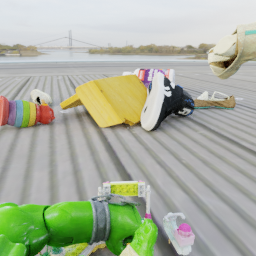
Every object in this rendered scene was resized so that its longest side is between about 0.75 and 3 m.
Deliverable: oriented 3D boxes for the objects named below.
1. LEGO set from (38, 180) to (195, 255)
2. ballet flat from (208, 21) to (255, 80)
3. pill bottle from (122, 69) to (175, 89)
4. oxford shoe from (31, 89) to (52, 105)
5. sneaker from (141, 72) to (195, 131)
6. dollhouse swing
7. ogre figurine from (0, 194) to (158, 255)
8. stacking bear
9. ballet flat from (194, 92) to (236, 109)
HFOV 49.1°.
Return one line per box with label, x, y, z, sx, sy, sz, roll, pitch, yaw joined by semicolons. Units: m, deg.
LEGO set;-0.302;1.070;2.933;1.956;0.728;0.900;-8;18;-25
ballet flat;2.021;-1.552;5.695;0.744;0.805;2.388;-4;-6;-3
pill bottle;0.905;-1.996;12.429;2.242;1.249;1.249;4;17;13
oxford shoe;-3.504;-1.153;10.917;0.446;0.581;1.546;-35;34;-29
sneaker;1.322;-0.642;8.350;1.521;0.993;2.719;28;37;-10
dollhouse swing;-0.641;-0.601;9.003;1.993;2.060;2.267;-42;-10;34
ogre figurine;-0.585;1.248;1.759;1.428;1.168;2.381;12;46;-4
stacking bear;-2.830;-0.424;7.946;1.459;0.830;0.886;3;9;-30
ballet flat;3.078;-1.024;10.249;1.708;0.618;0.579;2;16;8
